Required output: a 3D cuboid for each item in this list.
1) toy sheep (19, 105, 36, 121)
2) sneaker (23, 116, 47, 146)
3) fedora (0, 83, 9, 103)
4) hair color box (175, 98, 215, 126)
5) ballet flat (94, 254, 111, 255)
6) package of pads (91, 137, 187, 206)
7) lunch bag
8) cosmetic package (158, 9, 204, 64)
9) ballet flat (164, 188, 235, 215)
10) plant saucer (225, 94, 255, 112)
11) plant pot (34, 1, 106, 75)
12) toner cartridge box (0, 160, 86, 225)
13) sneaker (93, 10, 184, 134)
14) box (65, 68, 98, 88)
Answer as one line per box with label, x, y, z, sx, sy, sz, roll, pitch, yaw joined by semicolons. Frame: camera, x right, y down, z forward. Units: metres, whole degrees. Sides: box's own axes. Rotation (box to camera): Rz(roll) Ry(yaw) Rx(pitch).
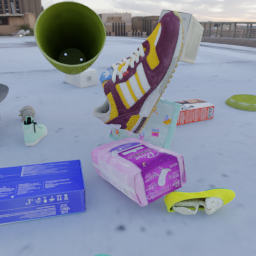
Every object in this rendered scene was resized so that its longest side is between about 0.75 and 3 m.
toy sheep;-3.840;-0.562;10.708;0.609;0.609;0.883;-7;35;-16
sneaker;-3.014;-0.069;9.143;0.518;0.830;1.407;-2;22;0
fedora;-5.229;-0.371;9.183;2.572;1.313;2.908;11;33;26
hair color box;2.215;-0.635;10.783;1.920;0.614;1.065;-9;24;-24
ballet flat;0.396;2.289;3.429;2.515;0.885;0.847;13;20;27
package of pads;0.156;0.877;6.501;1.311;0.823;2.176;-19;19;-26
lunch bag;0.595;-0.136;8.031;1.210;1.690;1.984;9;11;-43
cosmetic package;1.555;-2.631;8.370;0.852;1.261;2.398;18;15;18
ballet flat;1.486;1.559;5.789;1.470;0.491;0.493;-4;32;9
plant saucer;5.363;-1.180;12.484;1.938;0.301;1.938;0;22;0
plant pot;-1.925;-2.666;9.473;2.115;2.115;2.260;-5;-8;-12
toner cartridge box;-2.354;1.369;6.002;2.787;0.602;1.324;-5;22;-12
sneaker;0.118;-1.120;5.873;1.293;2.870;1.076;16;33;-11
box;-2.683;-2.946;15.930;1.114;0.873;1.792;-18;29;-36
